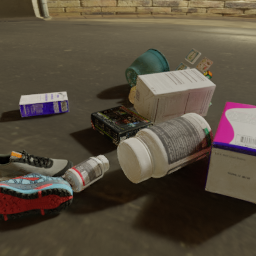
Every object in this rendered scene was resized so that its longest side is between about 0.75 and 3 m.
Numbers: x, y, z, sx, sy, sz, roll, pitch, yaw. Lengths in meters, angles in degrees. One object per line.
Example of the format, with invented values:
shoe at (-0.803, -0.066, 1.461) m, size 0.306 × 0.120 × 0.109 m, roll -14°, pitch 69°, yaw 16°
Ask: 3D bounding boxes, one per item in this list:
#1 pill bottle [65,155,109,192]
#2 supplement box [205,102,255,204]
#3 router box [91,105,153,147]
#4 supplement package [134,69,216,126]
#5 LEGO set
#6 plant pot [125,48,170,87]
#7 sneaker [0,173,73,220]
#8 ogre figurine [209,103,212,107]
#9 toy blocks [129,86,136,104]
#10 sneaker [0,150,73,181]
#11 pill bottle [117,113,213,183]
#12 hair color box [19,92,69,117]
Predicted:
pill bottle at (-1.013, 1.129, 7.213) m, size 0.613 × 0.613 × 1.107 m, roll 21°, pitch 33°, yaw 35°
supplement box at (3.090, 0.495, 7.519) m, size 1.429 × 1.459 × 2.824 m, roll 12°, pitch 31°, yaw 21°
router box at (-0.245, -0.116, 9.640) m, size 1.383 × 0.573 × 1.846 m, roll -18°, pitch 33°, yaw -31°
supplement package at (1.705, -1.181, 10.547) m, size 2.561 × 1.457 × 1.403 m, roll -11°, pitch 42°, yaw -22°
LEGO set at (2.603, -2.420, 12.538) m, size 0.728 × 2.215 × 2.965 m, roll 31°, pitch 18°, yaw -24°
plant pot at (0.837, -2.689, 13.586) m, size 1.655 × 1.762 × 1.762 m, roll -34°, pitch 40°, yaw -24°
sneaker at (-2.346, 1.509, 6.482) m, size 2.092 × 0.830 × 0.999 m, roll 4°, pitch 17°, yaw -11°
ogre figurine at (3.099, -1.040, 11.589) m, size 0.551 × 0.451 × 0.919 m, roll -15°, pitch 17°, yaw -2°
toy blocks at (0.849, -1.644, 12.549) m, size 1.447 × 0.630 × 1.736 m, roll 3°, pitch 27°, yaw 8°
sneaker at (-2.523, 1.002, 7.202) m, size 2.174 × 0.862 × 0.803 m, roll -2°, pitch 26°, yaw -6°
pill bottle at (1.003, 0.520, 7.519) m, size 2.363 × 1.336 × 1.336 m, roll -19°, pitch 33°, yaw -27°
hair color box at (-3.349, -0.973, 11.298) m, size 1.835 × 0.595 × 1.003 m, roll -8°, pitch 28°, yaw -12°
